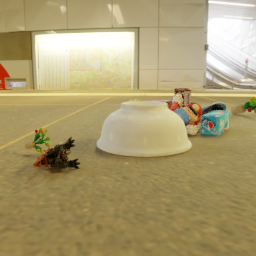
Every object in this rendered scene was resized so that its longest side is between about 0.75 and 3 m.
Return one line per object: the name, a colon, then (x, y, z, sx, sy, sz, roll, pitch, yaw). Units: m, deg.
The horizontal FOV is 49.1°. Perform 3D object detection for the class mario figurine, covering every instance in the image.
mario figurine: (1.995, -0.521, 9.960, 1.237, 1.441, 2.334, -4, 7, 40)

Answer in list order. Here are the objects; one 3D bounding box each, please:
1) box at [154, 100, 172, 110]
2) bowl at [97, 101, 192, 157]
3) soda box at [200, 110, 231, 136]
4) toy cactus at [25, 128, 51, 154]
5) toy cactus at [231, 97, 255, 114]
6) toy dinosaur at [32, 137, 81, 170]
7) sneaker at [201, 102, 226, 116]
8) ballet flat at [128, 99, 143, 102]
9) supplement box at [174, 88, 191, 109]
box: (1.607, -1.085, 14.848, 1.511, 0.715, 0.776, -7, 12, -32)
bowl: (0.449, -0.112, 8.025, 2.728, 1.226, 2.728, -1, 11, 0)
soda box: (3.192, -0.215, 10.107, 0.631, 0.668, 1.968, 6, 12, 30)
toy cactus: (-2.284, 0.370, 7.057, 0.665, 0.805, 0.412, -19, -21, 2)
toy cactus: (6.357, -1.037, 14.497, 1.881, 1.166, 2.279, -16, 3, 34)
toy dinosaur: (-1.545, 0.664, 5.977, 0.884, 0.665, 1.302, -11, 25, 20)
sneaker: (4.077, -0.763, 12.816, 1.989, 0.763, 1.106, -11, 8, -30)
ballet flat: (0.300, -1.365, 16.485, 0.647, 0.649, 1.937, 23, 21, 34)
supplement box: (2.694, -1.271, 14.022, 0.772, 1.380, 2.536, 1, 9, 8)
